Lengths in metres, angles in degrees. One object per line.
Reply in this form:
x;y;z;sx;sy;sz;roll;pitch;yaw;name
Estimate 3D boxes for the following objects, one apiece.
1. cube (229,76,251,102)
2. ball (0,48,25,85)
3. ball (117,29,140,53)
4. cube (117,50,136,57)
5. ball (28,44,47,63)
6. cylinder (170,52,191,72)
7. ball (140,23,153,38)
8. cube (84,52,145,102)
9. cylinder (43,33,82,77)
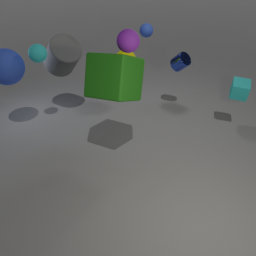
4.667;-1.622;11.664;0.700;0.700;0.700;13;49;13;cube
-4.742;-2.367;10.876;1.400;1.400;1.400;0;30;0;ball
0.005;-2.624;8.445;0.700;0.700;0.700;0;30;0;ball
-0.146;-3.181;12.871;0.700;0.700;0.700;-46;26;-18;cube
-3.455;-2.858;10.720;0.700;0.700;0.700;0;30;0;ball
2.435;-3.063;12.976;0.700;0.700;0.700;-25;-1;-36;cylinder
0.948;-5.042;14.472;0.700;0.700;0.700;0;30;0;ball
-0.433;-1.644;9.117;1.400;1.400;1.400;11;12;29;cube
-2.892;-3.171;12.305;1.400;1.400;1.400;-21;-5;-31;cylinder
